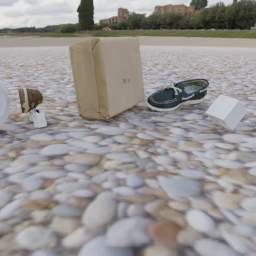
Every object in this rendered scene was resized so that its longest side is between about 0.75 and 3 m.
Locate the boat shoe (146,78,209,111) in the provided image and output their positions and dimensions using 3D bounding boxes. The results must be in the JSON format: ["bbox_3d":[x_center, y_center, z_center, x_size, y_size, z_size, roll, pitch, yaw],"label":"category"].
[{"bbox_3d":[1.919,-1.367,10.685,2.784,0.840,1.053,-18,53,-31],"label":"boat shoe"}]

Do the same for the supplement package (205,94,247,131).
[{"bbox_3d":[3.020,-0.487,8.622,0.597,0.776,0.812,41,-2,-32],"label":"supplement package"}]

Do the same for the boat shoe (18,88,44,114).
[{"bbox_3d":[-3.095,-0.866,9.040,0.731,0.729,1.975,-9,4,-20],"label":"boat shoe"}]

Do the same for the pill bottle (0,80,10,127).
[{"bbox_3d":[-4.993,-0.691,7.990,2.847,1.601,1.601,0,19,16],"label":"pill bottle"}]

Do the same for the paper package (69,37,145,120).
[{"bbox_3d":[-0.632,-1.859,9.911,1.388,2.558,2.684,3,18,29],"label":"paper package"}]

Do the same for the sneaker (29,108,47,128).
[{"bbox_3d":[-2.912,-0.423,9.055,0.463,0.528,1.316,-13,22,-25],"label":"sneaker"}]
